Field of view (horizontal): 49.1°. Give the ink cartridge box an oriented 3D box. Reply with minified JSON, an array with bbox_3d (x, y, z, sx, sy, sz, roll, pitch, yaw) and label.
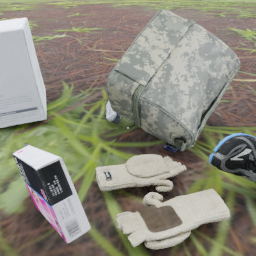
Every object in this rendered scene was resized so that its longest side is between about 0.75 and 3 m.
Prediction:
[{"bbox_3d":[-1.223,0.794,4.035,0.382,0.976,2.061,-25,14,-26],"label":"ink cartridge box"}]

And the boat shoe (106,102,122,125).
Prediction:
[{"bbox_3d":[-0.339,-0.485,7.590,0.405,0.399,1.125,-31,31,29],"label":"boat shoe"}]

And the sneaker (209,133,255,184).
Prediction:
[{"bbox_3d":[2.306,0.663,4.709,2.000,0.709,0.829,19,20,-15],"label":"sneaker"}]

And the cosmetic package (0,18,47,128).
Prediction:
[{"bbox_3d":[-3.100,-1.548,7.403,1.394,2.268,2.261,-11,29,-12],"label":"cosmetic package"}]

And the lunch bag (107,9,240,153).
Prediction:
[{"bbox_3d":[1.063,-1.012,6.397,2.201,1.828,2.624,30,69,18],"label":"lunch bag"}]

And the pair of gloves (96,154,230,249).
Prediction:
[{"bbox_3d":[0.464,1.116,4.698,1.678,0.346,1.973,-14,31,-19],"label":"pair of gloves"}]
